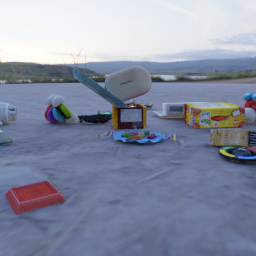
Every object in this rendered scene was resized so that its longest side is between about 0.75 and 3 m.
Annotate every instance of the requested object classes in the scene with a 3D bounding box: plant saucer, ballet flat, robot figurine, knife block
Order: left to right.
[{"bbox_3d":[-4.812,0.155,9.303,2.084,0.664,0.702,3,12,14],"label":"ballet flat"},{"bbox_3d":[-5.787,-0.633,12.335,1.654,0.934,1.402,-3,46,-12],"label":"robot figurine"},{"bbox_3d":[-1.767,1.256,5.308,0.920,0.169,0.918,-9,15,-33],"label":"plant saucer"},{"bbox_3d":[-1.148,-1.490,10.889,2.498,0.342,2.498,34,3,-2],"label":"plant saucer"},{"bbox_3d":[3.549,0.339,8.650,1.391,0.507,1.584,8,-6,-29],"label":"knife block"}]

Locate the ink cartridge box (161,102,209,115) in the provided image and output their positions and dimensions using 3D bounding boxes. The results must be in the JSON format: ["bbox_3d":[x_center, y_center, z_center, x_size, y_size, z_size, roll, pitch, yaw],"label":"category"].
[{"bbox_3d":[2.808,-1.010,14.496,2.104,0.650,2.594,-1,3,-1],"label":"ink cartridge box"}]

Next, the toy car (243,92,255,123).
[{"bbox_3d":[5.499,-0.681,12.697,1.484,1.368,1.313,-33,14,-7],"label":"toy car"}]

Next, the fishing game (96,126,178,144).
[{"bbox_3d":[0.355,0.194,9.806,2.690,0.418,1.926,3,10,14],"label":"fishing game"}]

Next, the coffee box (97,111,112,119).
[{"bbox_3d":[-1.122,-0.666,14.190,0.683,0.244,1.110,-4,13,-18],"label":"coffee box"}]

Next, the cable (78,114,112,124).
[{"bbox_3d":[-1.536,-0.436,13.006,1.536,0.390,1.253,-4,7,-16],"label":"cable"}]

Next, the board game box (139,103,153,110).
[{"bbox_3d":[1.059,-1.355,17.364,0.827,0.284,1.000,4,12,11],"label":"board game box"}]

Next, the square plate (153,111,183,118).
[{"bbox_3d":[2.161,-0.703,14.456,1.474,0.212,1.488,-3,12,-10],"label":"square plate"}]

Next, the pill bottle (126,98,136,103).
[{"bbox_3d":[0.200,-2.001,20.005,0.456,0.456,0.813,6,14,26],"label":"pill bottle"}]

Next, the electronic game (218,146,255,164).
[{"bbox_3d":[3.114,0.703,7.688,1.219,0.254,1.219,0,11,0],"label":"electronic game"}]

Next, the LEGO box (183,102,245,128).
[{"bbox_3d":[3.683,-0.587,12.247,2.149,0.829,1.601,-2,14,-6],"label":"LEGO box"}]

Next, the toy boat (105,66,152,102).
[{"bbox_3d":[0.026,-1.753,11.600,1.911,1.247,1.249,-19,-4,-1],"label":"toy boat"}]

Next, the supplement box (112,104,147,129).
[{"bbox_3d":[0.030,-0.528,11.948,1.345,0.893,1.327,-1,12,-6],"label":"supplement box"}]

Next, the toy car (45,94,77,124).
[{"bbox_3d":[-3.165,-0.704,12.567,1.149,1.340,1.532,-43,31,-19],"label":"toy car"}]
